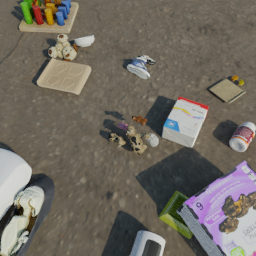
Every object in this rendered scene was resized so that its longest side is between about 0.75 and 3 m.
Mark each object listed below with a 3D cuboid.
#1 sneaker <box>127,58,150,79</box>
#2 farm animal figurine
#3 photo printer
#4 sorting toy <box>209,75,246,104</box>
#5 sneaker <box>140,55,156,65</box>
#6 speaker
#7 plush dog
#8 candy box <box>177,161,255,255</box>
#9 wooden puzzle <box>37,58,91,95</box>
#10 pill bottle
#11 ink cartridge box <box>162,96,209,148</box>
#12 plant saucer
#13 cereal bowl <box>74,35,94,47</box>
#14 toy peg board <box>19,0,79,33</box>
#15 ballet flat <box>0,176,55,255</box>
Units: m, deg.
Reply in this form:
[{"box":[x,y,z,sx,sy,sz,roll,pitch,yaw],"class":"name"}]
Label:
[{"box":[0.664,-2.751,12.481,1.245,0.502,0.912,30,63,27],"class":"sneaker"},{"box":[0.116,0.323,9.750,1.497,0.781,1.481,-38,79,20],"class":"farm animal figurine"},{"box":[-4.532,1.858,8.498,2.404,1.003,2.889,14,53,25],"class":"photo printer"},{"box":[4.350,-1.658,11.874,1.550,0.208,1.155,-31,55,-22],"class":"sorting toy"},{"box":[0.945,-3.177,12.939,0.828,0.305,0.331,26,55,18],"class":"sneaker"},{"box":[0.319,3.834,7.313,0.837,0.837,2.062,16,55,12],"class":"speaker"},{"box":[-2.905,-3.551,13.011,1.053,0.983,1.226,34,88,7],"class":"plush dog"},{"box":[3.262,2.774,7.798,2.429,1.036,2.896,-28,64,-20],"class":"candy box"},{"box":[-2.723,-2.191,12.146,1.860,0.431,1.723,15,55,5],"class":"wooden puzzle"},{"box":[4.172,0.290,10.114,0.624,0.624,1.104,31,59,21],"class":"pill bottle"},{"box":[2.227,-0.388,10.566,1.212,0.701,2.086,21,55,16],"class":"ink cartridge box"},{"box":[1.700,2.588,8.598,1.122,0.269,1.120,31,59,20],"class":"plant saucer"},{"box":[-2.081,-4.153,13.485,0.988,0.411,0.988,-11,21,4],"class":"cereal bowl"},{"box":[-4.206,-6.337,14.704,2.629,1.291,2.641,3,53,3],"class":"toy peg board"},{"box":[-2.977,2.582,8.138,1.090,1.090,2.984,12,54,9],"class":"ballet flat"}]
